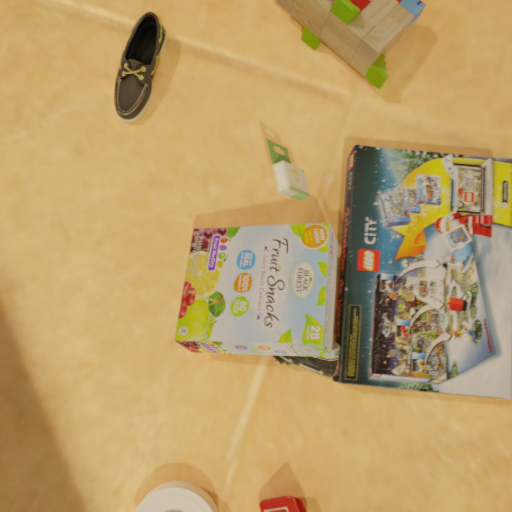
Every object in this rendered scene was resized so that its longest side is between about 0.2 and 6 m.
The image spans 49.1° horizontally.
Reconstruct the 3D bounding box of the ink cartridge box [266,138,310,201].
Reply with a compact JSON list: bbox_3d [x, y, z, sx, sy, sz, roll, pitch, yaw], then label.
[{"bbox_3d":[0.564,-1.550,9.890,0.257,0.779,1.070,-18,75,30],"label":"ink cartridge box"}]

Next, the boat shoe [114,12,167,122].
[{"bbox_3d":[-2.476,-3.935,11.635,0.814,0.688,2.284,14,81,2],"label":"boat shoe"}]

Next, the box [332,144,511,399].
[{"bbox_3d":[3.229,0.273,10.823,3.136,0.865,4.592,5,80,1],"label":"box"}]

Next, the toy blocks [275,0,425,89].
[{"bbox_3d":[2.107,-5.396,11.603,3.296,1.647,2.253,42,72,5],"label":"toy blocks"}]

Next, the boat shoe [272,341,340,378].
[{"bbox_3d":[0.550,1.733,10.463,2.042,0.722,0.650,15,104,30],"label":"boat shoe"}]

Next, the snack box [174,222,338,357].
[{"bbox_3d":[0.051,0.603,10.142,2.690,0.910,2.269,-2,65,17],"label":"snack box"}]

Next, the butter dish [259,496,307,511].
[{"bbox_3d":[0.641,4.763,10.203,0.917,0.680,0.920,-29,77,37],"label":"butter dish"}]

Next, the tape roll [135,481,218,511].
[{"bbox_3d":[-1.462,4.990,10.182,1.629,0.570,1.629,0,80,0],"label":"tape roll"}]
